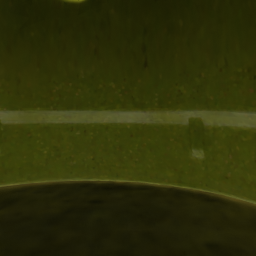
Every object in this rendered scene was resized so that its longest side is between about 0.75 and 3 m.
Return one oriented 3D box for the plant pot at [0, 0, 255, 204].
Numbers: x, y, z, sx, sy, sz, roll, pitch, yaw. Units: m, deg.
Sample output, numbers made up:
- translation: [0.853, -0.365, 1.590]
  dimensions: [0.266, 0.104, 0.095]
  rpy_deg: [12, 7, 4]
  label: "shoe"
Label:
- translation: [-0.280, -0.763, 0.921]
  dimensions: [2.920, 2.685, 2.920]
  rpy_deg: [1, 4, 0]
  label: "plant pot"
